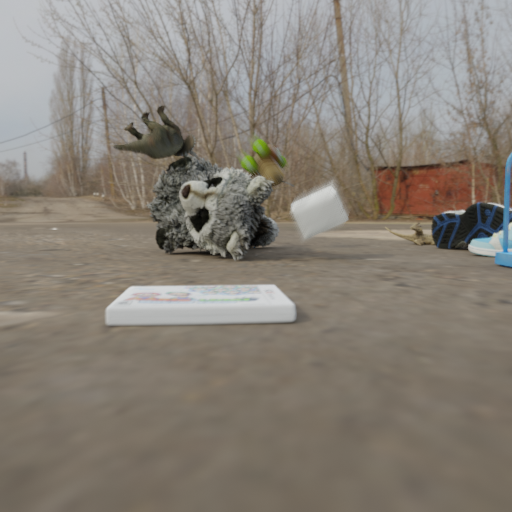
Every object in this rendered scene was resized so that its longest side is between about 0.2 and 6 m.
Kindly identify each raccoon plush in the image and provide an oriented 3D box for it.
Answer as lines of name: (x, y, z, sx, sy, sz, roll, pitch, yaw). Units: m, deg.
raccoon plush: (-0.081, -0.793, 10.106, 2.499, 1.804, 3.729, 14, 13, 42)

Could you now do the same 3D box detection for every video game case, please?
video game case: (-0.399, 0.346, 4.166, 1.233, 0.146, 1.122, -1, 4, -5)

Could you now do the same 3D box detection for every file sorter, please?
file sorter: (4.347, -0.593, 6.490, 1.912, 1.690, 2.755, 1, 4, -2)

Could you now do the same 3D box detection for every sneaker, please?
sneaker: (4.499, -0.572, 10.857, 1.000, 0.983, 2.595, -5, 7, -15)
sneaker: (4.299, -0.440, 9.354, 1.450, 0.946, 0.577, 3, 6, 39)

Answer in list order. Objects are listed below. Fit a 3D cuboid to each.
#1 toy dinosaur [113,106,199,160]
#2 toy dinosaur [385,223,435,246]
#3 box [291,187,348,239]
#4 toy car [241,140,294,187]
toy dinosaur: (-1.754, -2.143, 10.258, 0.742, 0.987, 1.929, -46, -9, 29)
toy dinosaur: (3.873, -0.414, 13.261, 1.795, 0.522, 0.908, 9, -8, 20)
box: (0.978, -0.690, 8.803, 0.743, 0.485, 0.739, -24, 13, 7)
toy car: (0.344, -1.677, 10.919, 0.798, 0.767, 0.971, 29, 10, -46)
